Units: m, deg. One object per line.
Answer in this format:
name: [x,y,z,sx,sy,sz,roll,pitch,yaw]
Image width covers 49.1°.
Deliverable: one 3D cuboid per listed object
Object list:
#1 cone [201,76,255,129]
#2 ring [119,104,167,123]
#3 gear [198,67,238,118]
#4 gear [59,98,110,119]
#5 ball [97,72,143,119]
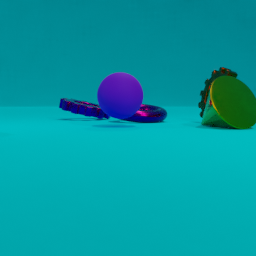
cone: [2.450,-0.393,7.713,1.508,1.508,1.513,-2,-21,-23]
ring: [0.387,-0.559,10.019,2.039,0.408,2.039,4,13,-1]
gear: [2.782,-1.002,8.710,0.316,1.709,1.709,13,1,-15]
gear: [-1.724,-0.813,11.481,2.097,0.388,2.097,13,8,-2]
ball: [-0.209,-0.876,7.620,1.256,1.256,1.256,0,5,0]
